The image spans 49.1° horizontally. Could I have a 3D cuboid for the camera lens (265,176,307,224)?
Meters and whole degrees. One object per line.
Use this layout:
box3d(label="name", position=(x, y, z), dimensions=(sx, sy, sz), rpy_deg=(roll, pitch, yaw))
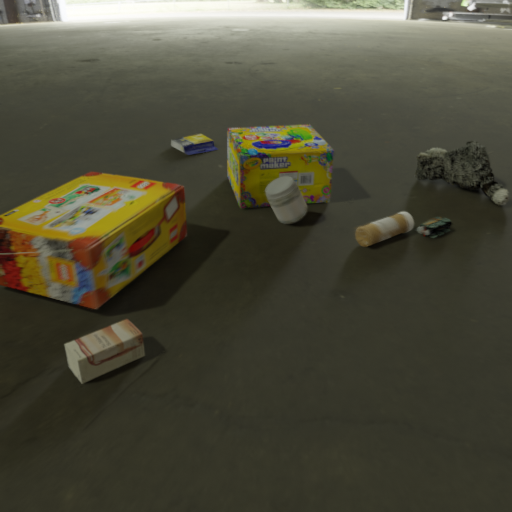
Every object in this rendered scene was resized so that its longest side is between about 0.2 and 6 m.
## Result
box3d(label="camera lens", position=(0.708, -1.269, 12.969), dimensions=(0.752, 0.940, 0.752), rpy_deg=(-20, 34, 15))

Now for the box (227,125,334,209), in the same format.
box3d(label="box", position=(0.535, -2.368, 14.525), dimensions=(2.327, 1.420, 2.242), rpy_deg=(-5, 29, -10))

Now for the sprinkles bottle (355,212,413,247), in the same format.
box3d(label="sprinkles bottle", position=(2.845, -0.597, 12.392), dimensions=(1.369, 0.467, 0.467), rpy_deg=(-18, 35, -28))

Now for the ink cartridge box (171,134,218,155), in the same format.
box3d(label="ink cartridge box", position=(-1.942, -3.521, 17.676), dimensions=(1.110, 0.264, 1.124), rpy_deg=(-17, 31, -30))

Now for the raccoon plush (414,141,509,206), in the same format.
box3d(label="raccoon plush", position=(5.209, -2.141, 14.524), dimensions=(1.655, 1.195, 2.471), rpy_deg=(-11, 31, -3))

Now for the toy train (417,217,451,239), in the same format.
box3d(label="toy train", position=(4.028, -0.648, 12.662), dimensions=(0.818, 0.348, 0.466), rpy_deg=(-21, 24, -29))

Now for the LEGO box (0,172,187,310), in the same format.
box3d(label="LEGO box", position=(-3.263, -0.494, 11.274), dimensions=(2.449, 1.269, 3.289), rpy_deg=(11, 29, 20))

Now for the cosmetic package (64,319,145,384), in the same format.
box3d(label="cosmetic package", position=(-2.368, 1.479, 8.797), dimensions=(1.084, 0.473, 0.560), rpy_deg=(-23, 37, -34))
